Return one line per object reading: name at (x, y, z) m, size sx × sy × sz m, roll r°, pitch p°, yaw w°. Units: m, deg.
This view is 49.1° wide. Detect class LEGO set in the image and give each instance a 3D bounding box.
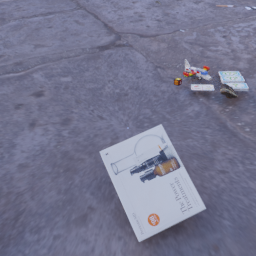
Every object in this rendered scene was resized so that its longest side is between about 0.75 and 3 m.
LEGO set at (3.072, -2.009, 10.652) m, size 2.592 × 0.636 × 1.936 m, roll 2°, pitch 31°, yaw 10°

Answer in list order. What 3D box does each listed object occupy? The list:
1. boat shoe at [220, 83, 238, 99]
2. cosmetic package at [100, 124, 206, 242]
boat shoe at (3.500, -1.275, 9.612) m, size 0.375 × 0.369 × 1.006 m, roll -1°, pitch -12°, yaw 41°
cosmetic package at (0.497, 1.170, 6.214) m, size 1.570 × 0.538 × 2.083 m, roll -25°, pitch 72°, yaw -5°
